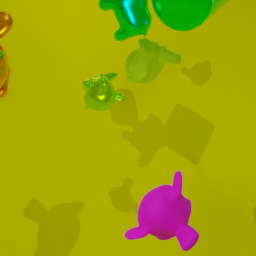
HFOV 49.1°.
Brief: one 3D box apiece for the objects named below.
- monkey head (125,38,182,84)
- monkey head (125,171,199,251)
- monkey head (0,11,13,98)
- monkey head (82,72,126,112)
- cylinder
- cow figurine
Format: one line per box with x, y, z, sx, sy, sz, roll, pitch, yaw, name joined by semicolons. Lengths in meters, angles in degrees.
0.551;-1.431;6.415;1.177;1.636;0.986;24;115;10;monkey head
0.538;1.223;3.836;0.718;0.857;1.191;39;91;-20;monkey head
-2.476;-0.879;4.034;1.423;1.192;1.978;32;66;9;monkey head
-0.445;-0.666;5.190;0.778;1.081;0.651;-33;108;-42;monkey head
1.279;-2.712;5.458;1.253;1.253;1.253;35;52;12;cylinder
0.160;-2.548;5.404;0.831;1.490;1.514;-45;116;-45;cow figurine
